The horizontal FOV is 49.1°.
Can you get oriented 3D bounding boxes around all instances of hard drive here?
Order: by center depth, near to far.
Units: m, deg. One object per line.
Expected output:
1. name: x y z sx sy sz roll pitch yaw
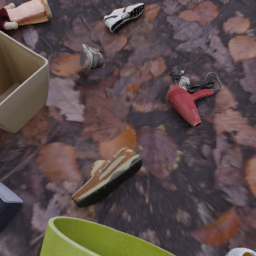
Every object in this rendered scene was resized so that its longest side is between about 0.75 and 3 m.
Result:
1. hard drive: -3.815 1.521 5.873 2.680 0.567 1.808 27 65 14

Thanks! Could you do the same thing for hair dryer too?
1. hair dryer: 1.731 -0.859 7.215 1.413 0.504 1.855 11 63 5

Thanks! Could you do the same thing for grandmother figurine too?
1. grandmother figurine: -3.566 -3.304 8.474 2.428 0.735 1.473 -21 38 -8

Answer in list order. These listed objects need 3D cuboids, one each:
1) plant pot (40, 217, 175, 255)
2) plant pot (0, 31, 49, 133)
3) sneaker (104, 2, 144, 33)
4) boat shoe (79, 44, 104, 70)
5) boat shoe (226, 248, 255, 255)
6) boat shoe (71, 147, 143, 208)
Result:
1. plant pot: -0.494 3.104 4.173 2.545 2.545 2.720 19 79 10
2. plant pot: -2.921 -0.904 6.642 1.750 1.551 1.752 32 65 16
3. sneaker: -0.111 -3.539 8.660 1.443 0.532 0.577 -35 65 -18
4. boat shoe: -0.934 -1.791 7.245 0.538 0.546 1.467 6 26 -19
5. boat shoe: 2.679 3.112 4.765 0.865 0.999 2.342 -26 65 -14
6. boat shoe: -0.492 1.034 6.153 1.760 0.666 0.650 -32 60 -25
